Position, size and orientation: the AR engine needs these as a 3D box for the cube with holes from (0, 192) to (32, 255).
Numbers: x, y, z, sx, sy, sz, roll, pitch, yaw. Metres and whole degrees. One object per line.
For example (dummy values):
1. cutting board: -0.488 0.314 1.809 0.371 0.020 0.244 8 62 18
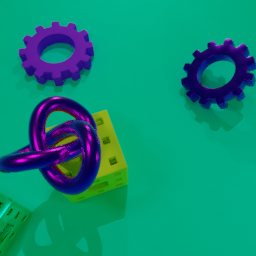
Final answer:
1. cube with holes: -2.999 1.858 5.737 1.220 1.220 1.220 27 67 12

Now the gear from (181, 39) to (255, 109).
1. gear: 2.328 -1.403 7.300 1.848 0.342 1.848 -13 65 29

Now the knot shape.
1. knot shape: -1.160 0.354 4.860 1.809 0.893 1.933 30 62 34

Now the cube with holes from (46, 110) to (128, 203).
1. cube with holes: -0.864 0.673 6.210 1.358 1.358 1.358 -18 67 -8

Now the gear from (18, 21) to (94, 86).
1. gear: -2.065 -2.208 8.185 2.084 0.386 2.084 0 64 0
